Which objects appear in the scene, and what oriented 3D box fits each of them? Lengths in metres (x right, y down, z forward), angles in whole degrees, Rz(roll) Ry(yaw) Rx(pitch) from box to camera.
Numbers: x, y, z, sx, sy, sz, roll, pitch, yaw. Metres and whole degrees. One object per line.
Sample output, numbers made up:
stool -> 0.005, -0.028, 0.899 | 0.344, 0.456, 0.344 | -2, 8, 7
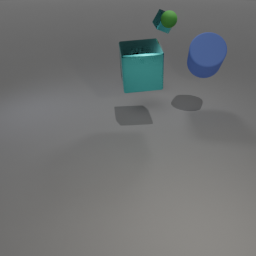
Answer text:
cube -> 1.679, -4.980, 13.089 | 0.700, 0.700, 0.700 | 9, 43, -30
ball -> 1.749, -4.632, 11.935 | 0.700, 0.700, 0.700 | 0, 28, 0
cylinder -> 3.127, -2.881, 11.256 | 1.400, 1.400, 1.400 | 5, -7, 9
cube -> 0.455, -2.232, 9.993 | 1.400, 1.400, 1.400 | -6, 37, -2
